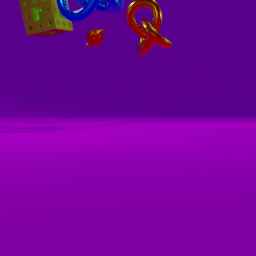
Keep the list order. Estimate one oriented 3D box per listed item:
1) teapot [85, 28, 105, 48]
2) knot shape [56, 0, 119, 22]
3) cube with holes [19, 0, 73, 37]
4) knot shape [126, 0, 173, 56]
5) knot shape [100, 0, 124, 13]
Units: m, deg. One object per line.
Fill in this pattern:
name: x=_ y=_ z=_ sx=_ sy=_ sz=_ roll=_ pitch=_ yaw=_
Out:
teapot: x=-1.257 y=-3.487 z=10.799 sx=1.111 sy=0.691 sz=0.544 roll=-38 pitch=25 yaw=22
knot shape: x=-0.772 y=-2.749 z=5.782 sx=1.246 sy=0.615 sz=1.331 roll=18 pitch=-39 yaw=-26
cube with holes: x=-2.406 y=-3.342 z=8.343 sx=1.006 sy=1.006 sz=1.006 roll=-5 pitch=12 yaw=19
knot shape: x=0.781 y=-3.278 z=9.611 sx=0.923 sy=1.997 sz=1.869 roll=-29 pitch=53 yaw=-15
knot shape: x=-0.377 y=-3.753 z=7.526 sx=1.293 sy=0.639 sz=1.382 roll=-9 pitch=-14 yaw=16
